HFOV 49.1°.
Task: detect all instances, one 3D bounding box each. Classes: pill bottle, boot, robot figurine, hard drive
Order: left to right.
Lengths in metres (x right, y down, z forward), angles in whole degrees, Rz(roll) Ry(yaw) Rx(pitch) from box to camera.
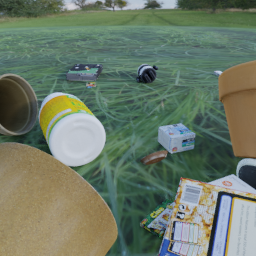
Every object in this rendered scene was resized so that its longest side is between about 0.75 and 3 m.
[{"bbox_3d":[-1.824,-0.149,8.413,1.511,1.511,2.721,-11,28,-22],"label":"pill bottle"},{"bbox_3d":[-2.492,-3.292,16.426,1.688,0.457,2.417,2,25,4],"label":"hard drive"},{"bbox_3d":[1.037,-2.927,15.156,1.089,0.905,1.450,1,24,-12],"label":"robot figurine"},{"bbox_3d":[3.874,1.169,6.461,2.439,0.883,1.759,24,33,26],"label":"boot"}]

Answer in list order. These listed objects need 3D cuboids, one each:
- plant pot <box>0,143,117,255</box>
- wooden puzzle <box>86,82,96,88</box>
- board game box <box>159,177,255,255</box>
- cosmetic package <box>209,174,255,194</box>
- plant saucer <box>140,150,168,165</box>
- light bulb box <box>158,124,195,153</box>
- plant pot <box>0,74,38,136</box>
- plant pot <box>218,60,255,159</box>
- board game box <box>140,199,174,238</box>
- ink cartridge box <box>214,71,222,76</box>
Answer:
[{"bbox_3d":[-1.744,1.892,3.564,2.385,2.385,2.559,11,41,22],"label":"plant pot"},{"bbox_3d":[-1.935,-2.274,14.677,0.563,0.098,0.834,-6,26,-12],"label":"wooden puzzle"},{"bbox_3d":[1.919,2.017,4.057,2.850,0.660,2.159,10,46,21],"label":"board game box"},{"bbox_3d":[2.242,1.745,5.630,1.393,0.477,1.847,-11,27,-25],"label":"cosmetic package"},{"bbox_3d":[0.707,0.812,7.434,0.779,0.779,0.142,-10,68,-21],"label":"plant saucer"},{"bbox_3d":[1.485,0.305,8.640,0.838,0.527,0.845,-10,27,-20],"label":"light bulb box"},{"bbox_3d":[-4.378,-0.684,9.433,1.751,2.019,2.019,-6,21,25],"label":"plant pot"},{"bbox_3d":[3.745,-0.261,6.842,2.988,2.091,2.988,4,-6,0],"label":"plant pot"},{"bbox_3d":[0.742,1.852,5.833,0.511,0.114,0.976,16,30,37],"label":"board game box"},{"bbox_3d":[5.584,-3.217,16.610,0.695,0.174,0.800,-5,25,-8],"label":"ink cartridge box"}]
